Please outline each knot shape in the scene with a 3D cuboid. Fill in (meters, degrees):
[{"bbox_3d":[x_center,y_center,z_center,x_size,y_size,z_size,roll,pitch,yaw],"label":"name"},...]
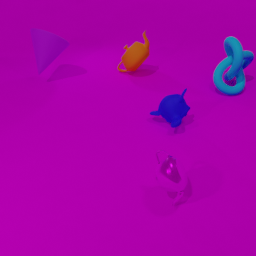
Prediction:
[{"bbox_3d":[3.779,-2.178,9.871,0.894,1.936,1.811,15,19,36],"label":"knot shape"}]

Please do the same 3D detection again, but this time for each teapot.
[{"bbox_3d":[0.893,1.046,5.923,0.612,1.250,0.778,-24,-11,22],"label":"teapot"},{"bbox_3d":[0.262,-2.854,10.764,0.936,1.912,1.189,43,30,-6],"label":"teapot"}]

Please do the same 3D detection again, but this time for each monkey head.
[{"bbox_3d":[1.266,-0.502,8.005,1.346,0.811,0.969,-34,15,30],"label":"monkey head"}]

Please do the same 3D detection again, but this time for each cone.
[{"bbox_3d":[-3.035,-2.618,10.194,1.441,1.446,1.441,17,0,0],"label":"cone"}]
